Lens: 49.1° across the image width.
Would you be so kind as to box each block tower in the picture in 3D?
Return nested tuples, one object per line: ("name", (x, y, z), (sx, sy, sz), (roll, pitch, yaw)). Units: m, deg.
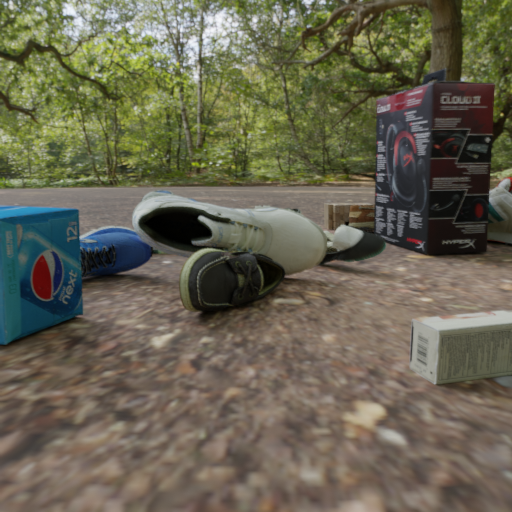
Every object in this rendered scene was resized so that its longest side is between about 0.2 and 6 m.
("block tower", (3.382, -1.134, 16.017), (2.762, 0.798, 0.746), (-3, 10, -5))

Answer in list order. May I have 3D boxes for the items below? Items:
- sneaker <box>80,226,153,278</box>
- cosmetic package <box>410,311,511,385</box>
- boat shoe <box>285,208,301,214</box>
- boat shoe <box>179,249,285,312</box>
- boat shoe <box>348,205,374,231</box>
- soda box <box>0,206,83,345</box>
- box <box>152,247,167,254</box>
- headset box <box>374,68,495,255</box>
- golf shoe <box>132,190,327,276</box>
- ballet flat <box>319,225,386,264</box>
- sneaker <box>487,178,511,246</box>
("sneaker", (-2.668, 0.092, 8.660), (2.155, 0.846, 0.961), (-7, 24, -17))
("cosmetic package", (1.846, 0.770, 4.815), (0.952, 0.492, 0.415), (-1, 9, -16))
("boat shoe", (0.680, -0.883, 14.523), (0.785, 0.707, 2.222), (3, 9, 18))
("boat shoe", (-0.228, 0.262, 7.175), (0.696, 0.757, 2.118), (-1, 3, 23))
("boat shoe", (3.574, -1.152, 15.149), (2.262, 0.835, 0.856), (-7, 2, -14))
("soda box", (-4.023, 0.053, 6.630), (3.877, 1.315, 1.244), (4, 10, 20))
("box", (-2.330, -0.187, 11.778), (1.181, 0.215, 0.852), (-2, 9, -7))
("headset box", (3.754, -2.081, 12.255), (1.413, 3.766, 2.799), (-3, 8, -11))
("golf shoe", (-0.370, -0.222, 8.315), (3.024, 1.184, 1.470), (8, 8, -4))
("ballet flat", (1.416, -0.186, 9.586), (1.693, 0.579, 0.576), (-13, 36, 53))
("sneaker", (5.554, -1.080, 13.135), (1.150, 1.527, 3.265), (-9, 13, -42))
